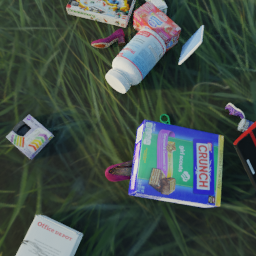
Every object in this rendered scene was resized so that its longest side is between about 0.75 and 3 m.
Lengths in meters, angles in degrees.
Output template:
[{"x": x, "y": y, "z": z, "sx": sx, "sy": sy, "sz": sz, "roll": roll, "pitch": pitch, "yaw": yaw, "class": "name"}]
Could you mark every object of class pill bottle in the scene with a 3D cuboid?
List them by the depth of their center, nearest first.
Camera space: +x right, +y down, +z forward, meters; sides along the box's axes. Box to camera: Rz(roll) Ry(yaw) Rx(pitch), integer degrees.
[{"x": 4.523, "y": 0.023, "z": 10.246, "sx": 0.853, "sy": 0.474, "sz": 0.474, "roll": 23, "pitch": 73, "yaw": 7, "class": "pill bottle"}, {"x": 0.262, "y": -2.516, "z": 10.664, "sx": 1.305, "sy": 1.305, "sz": 2.399, "roll": 36, "pitch": 75, "yaw": 11, "class": "pill bottle"}]

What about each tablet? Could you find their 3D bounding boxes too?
[{"x": 2.389, "y": -3.116, "z": 10.459, "sx": 0.123, "sy": 1.171, "sz": 1.799, "roll": 36, "pitch": 38, "yaw": -12, "class": "tablet"}]

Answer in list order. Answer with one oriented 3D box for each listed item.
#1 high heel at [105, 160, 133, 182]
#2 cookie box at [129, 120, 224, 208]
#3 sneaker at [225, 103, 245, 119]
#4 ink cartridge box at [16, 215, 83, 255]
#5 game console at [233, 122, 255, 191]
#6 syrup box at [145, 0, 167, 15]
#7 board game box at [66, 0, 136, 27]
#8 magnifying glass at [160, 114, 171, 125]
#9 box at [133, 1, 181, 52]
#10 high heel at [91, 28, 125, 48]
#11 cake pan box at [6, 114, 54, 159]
[{"x": 0.309, "y": 1.374, "z": 9.493, "sx": 2.165, "sy": 1.041, "sz": 0.730, "roll": -19, "pitch": 72, "yaw": -6, "class": "high heel"}, {"x": 1.619, "y": 1.217, "z": 9.253, "sx": 2.794, "sy": 1.050, "sz": 2.390, "roll": 11, "pitch": 73, "yaw": -9, "class": "cookie box"}, {"x": 4.047, "y": -0.578, "z": 10.594, "sx": 0.822, "sy": 0.331, "sz": 0.343, "roll": 42, "pitch": 91, "yaw": 22, "class": "sneaker"}, {"x": -2.556, "y": 4.001, "z": 8.684, "sx": 1.535, "sy": 0.885, "sz": 2.115, "roll": 22, "pitch": 73, "yaw": 7, "class": "ink cartridge box"}, {"x": 4.408, "y": 0.913, "z": 9.403, "sx": 1.729, "sy": 0.303, "sz": 1.955, "roll": -33, "pitch": 100, "yaw": -25, "class": "game console"}, {"x": 1.171, "y": -5.423, "z": 12.059, "sx": 0.545, "sy": 0.527, "sz": 1.339, "roll": -21, "pitch": 73, "yaw": -7, "class": "syrup box"}, {"x": -1.114, "y": -5.401, "z": 12.082, "sx": 2.648, "sy": 0.458, "sz": 1.671, "roll": 15, "pitch": 71, "yaw": 5, "class": "board game box"}, {"x": 1.512, "y": -0.168, "z": 10.529, "sx": 0.333, "sy": 0.094, "sz": 0.836, "roll": -32, "pitch": 72, "yaw": -10, "class": "magnifying glass"}, {"x": 1.141, "y": -4.081, "z": 11.389, "sx": 0.898, "sy": 0.938, "sz": 1.881, "roll": -40, "pitch": 76, "yaw": -12, "class": "box"}, {"x": -0.838, "y": -3.697, "z": 11.498, "sx": 1.435, "sy": 0.484, "sz": 0.690, "roll": -9, "pitch": 81, "yaw": -18, "class": "high heel"}, {"x": -3.583, "y": 0.302, "z": 10.238, "sx": 1.294, "sy": 0.339, "sz": 1.192, "roll": 40, "pitch": 74, "yaw": 12, "class": "cake pan box"}]
